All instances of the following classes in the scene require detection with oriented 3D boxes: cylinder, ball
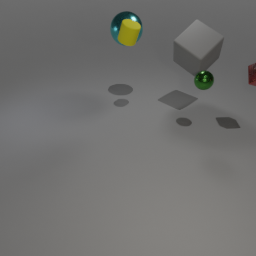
[{"bbox_3d":[0.039,-3.499,10.279,0.700,0.700,0.700,11,45,-11],"label":"cylinder"},{"bbox_3d":[-0.063,-4.223,11.937,1.400,1.400,1.400,0,32,0],"label":"ball"},{"bbox_3d":[2.715,-1.705,10.012,0.700,0.700,0.700,0,32,0],"label":"ball"}]

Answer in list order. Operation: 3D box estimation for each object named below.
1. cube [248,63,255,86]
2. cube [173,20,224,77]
[{"bbox_3d":[4.659,-1.856,9.630,0.700,0.700,0.700,9,-12,-23],"label":"cube"},{"bbox_3d":[2.835,-3.208,11.470,1.400,1.400,1.400,-44,69,-9],"label":"cube"}]
